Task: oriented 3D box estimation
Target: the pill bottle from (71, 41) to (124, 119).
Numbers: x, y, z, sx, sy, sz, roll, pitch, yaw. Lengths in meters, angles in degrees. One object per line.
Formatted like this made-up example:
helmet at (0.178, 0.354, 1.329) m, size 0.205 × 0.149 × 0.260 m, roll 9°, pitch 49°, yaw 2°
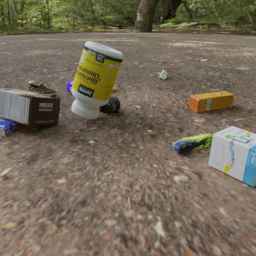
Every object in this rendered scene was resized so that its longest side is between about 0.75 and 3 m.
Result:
pill bottle at (-1.399, -1.955, 11.758) m, size 1.652 × 2.950 × 1.652 m, roll 19°, pitch 19°, yaw -7°

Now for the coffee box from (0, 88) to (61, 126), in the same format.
coffee box at (-4.431, -0.943, 11.740) m, size 2.827 × 1.127 × 1.617 m, roll 14°, pitch 10°, yaw 28°

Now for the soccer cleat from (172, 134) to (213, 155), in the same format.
soccer cleat at (2.285, 0.460, 9.795) m, size 1.673 × 0.541 × 0.700 m, roll -14°, pitch 31°, yaw -27°

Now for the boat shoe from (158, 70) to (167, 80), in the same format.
boat shoe at (2.318, -3.514, 18.988) m, size 0.436 × 0.514 × 1.412 m, roll -37°, pitch 15°, yaw 31°

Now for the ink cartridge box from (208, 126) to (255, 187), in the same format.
ink cartridge box at (3.405, 0.785, 8.371) m, size 1.114 × 1.109 × 1.518 m, roll -17°, pitch 29°, yaw -36°

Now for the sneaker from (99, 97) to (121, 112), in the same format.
sneaker at (-1.341, -1.318, 13.450) m, size 0.868 × 0.826 × 2.191 m, roll -23°, pitch 32°, yaw -38°

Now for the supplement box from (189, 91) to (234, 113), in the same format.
supplement box at (4.043, -1.284, 13.515) m, size 2.135 × 0.734 × 0.710 m, roll -11°, pitch 27°, yaw -20°

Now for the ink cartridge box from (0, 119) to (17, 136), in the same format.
ink cartridge box at (-5.439, -0.076, 11.208) m, size 1.682 × 0.372 × 0.791 m, roll 6°, pitch 25°, yaw 11°

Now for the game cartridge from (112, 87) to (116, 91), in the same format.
game cartridge at (-1.499, -2.281, 16.379) m, size 1.261 × 0.205 × 1.112 m, roll -14°, pitch 28°, yaw -24°

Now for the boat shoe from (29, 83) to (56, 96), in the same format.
boat shoe at (-4.789, -2.141, 15.502) m, size 1.686 × 0.624 × 0.623 m, roll 7°, pitch 25°, yaw 15°

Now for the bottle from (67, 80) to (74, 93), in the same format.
bottle at (-2.302, -2.171, 15.471) m, size 2.145 × 0.700 × 0.896 m, roll 11°, pitch 22°, yaw 22°
